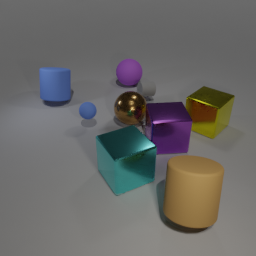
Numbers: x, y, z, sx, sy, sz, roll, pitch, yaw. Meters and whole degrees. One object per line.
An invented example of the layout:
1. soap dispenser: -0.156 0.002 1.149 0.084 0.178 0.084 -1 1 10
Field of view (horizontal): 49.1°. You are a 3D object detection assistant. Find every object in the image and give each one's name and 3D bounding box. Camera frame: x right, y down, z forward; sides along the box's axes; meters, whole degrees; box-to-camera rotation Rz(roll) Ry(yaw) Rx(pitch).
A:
1. cylinder: -3.416 -2.076 13.172 1.400 1.400 1.400 3 17 -1
2. ball: 0.116 -0.816 11.521 1.400 1.400 1.400 0 33 0
3. ball: 0.068 -2.953 14.831 1.400 1.400 1.400 0 33 0
4. cube: -0.077 0.964 8.772 1.400 1.400 1.400 -16 36 -24
5. cube: 3.228 -0.662 11.271 1.400 1.400 1.400 25 41 34
6. ball: -1.602 -0.690 11.157 0.700 0.700 0.700 0 33 0
7. cylinder: 1.656 1.575 7.192 1.400 1.400 1.400 3 13 -1
8. cube: 1.423 -0.017 10.273 1.400 1.400 1.400 -3 33 -4
9. cylinder: 0.871 -1.852 13.285 0.700 0.700 0.700 -4 32 -21
